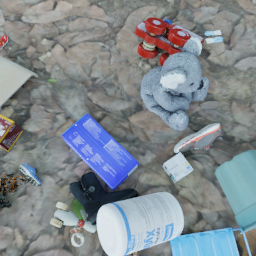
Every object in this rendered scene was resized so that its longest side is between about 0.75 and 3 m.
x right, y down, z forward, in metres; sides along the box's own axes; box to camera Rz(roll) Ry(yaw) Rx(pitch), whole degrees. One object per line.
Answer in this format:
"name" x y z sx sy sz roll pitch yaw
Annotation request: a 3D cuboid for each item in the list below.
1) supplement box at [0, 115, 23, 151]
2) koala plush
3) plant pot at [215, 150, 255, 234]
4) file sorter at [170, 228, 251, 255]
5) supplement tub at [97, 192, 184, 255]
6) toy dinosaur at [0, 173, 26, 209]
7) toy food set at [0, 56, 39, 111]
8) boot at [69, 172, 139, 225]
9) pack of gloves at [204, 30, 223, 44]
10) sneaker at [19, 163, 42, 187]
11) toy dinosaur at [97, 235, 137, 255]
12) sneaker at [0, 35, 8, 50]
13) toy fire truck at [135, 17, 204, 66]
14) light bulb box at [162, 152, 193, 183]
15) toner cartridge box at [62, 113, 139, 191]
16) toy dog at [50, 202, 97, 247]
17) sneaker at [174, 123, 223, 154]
"supplement box" -4.718 0.200 10.678 0.654 0.986 0.972 25 70 10
"koala plush" 1.786 -1.779 10.392 2.563 2.789 2.473 33 69 8
"plant pot" 4.198 2.045 9.413 2.194 2.194 2.149 -20 62 -8
"file sorter" 2.614 4.082 8.883 2.191 1.344 1.520 -8 67 -3
"supplement tub" 0.372 2.964 8.796 2.381 1.571 1.571 -5 65 -30
"toy dinosaur" -4.556 2.228 10.090 1.727 0.882 1.172 -24 53 10
"toy food set" -5.413 -1.689 11.661 2.008 0.845 2.798 28 62 11
"boot" -0.867 2.210 9.942 2.033 0.777 1.708 -26 62 -21
"pack of gloves" 3.993 -4.275 12.989 0.813 0.160 0.683 -8 69 -4
"sneaker" -3.516 1.700 10.344 1.038 0.408 0.463 50 40 -2
"toy dinosaur" -0.370 3.652 9.478 1.164 0.876 1.715 -18 32 -22
"sneaker" -5.756 -3.926 12.733 0.324 0.357 0.842 16 68 7
"toy fire truck" 1.785 -3.962 12.312 2.738 1.535 2.299 30 47 11
"light bulb box" 1.843 1.484 10.410 0.791 0.498 0.798 -31 71 -12
"toner cartridge box" -1.062 0.866 10.600 1.348 0.613 2.839 -42 74 -16
"toy dog" -1.923 3.219 9.686 1.624 0.782 1.071 43 66 2
"sneaker" 2.745 0.589 10.662 2.010 0.775 0.823 -28 97 3
